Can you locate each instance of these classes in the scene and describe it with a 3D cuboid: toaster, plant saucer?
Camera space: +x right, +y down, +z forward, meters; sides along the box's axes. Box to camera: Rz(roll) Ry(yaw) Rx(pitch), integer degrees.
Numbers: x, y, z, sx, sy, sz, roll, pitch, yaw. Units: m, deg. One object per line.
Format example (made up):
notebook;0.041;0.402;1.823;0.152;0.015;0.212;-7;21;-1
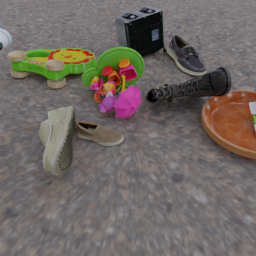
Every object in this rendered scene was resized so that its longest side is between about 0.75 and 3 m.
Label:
toaster;0.556;-3.932;11.762;1.785;1.974;1.171;-25;44;-15
plant saucer;3.691;-0.131;8.352;2.968;0.479;2.968;0;40;0

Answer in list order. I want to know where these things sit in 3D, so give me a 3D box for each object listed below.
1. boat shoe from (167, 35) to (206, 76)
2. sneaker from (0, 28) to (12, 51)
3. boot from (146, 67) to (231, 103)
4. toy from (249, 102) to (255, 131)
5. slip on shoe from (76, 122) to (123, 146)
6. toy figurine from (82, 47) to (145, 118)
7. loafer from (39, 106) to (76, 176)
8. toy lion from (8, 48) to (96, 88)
boat shoe;2.346;-2.961;11.309;0.867;0.782;2.412;-11;45;-18
sneaker;-3.616;-2.215;6.574;1.629;0.595;0.577;11;36;2
boot;1.760;-1.170;8.686;2.089;0.831;2.400;-11;-1;-16
toy;4.681;-0.313;8.054;2.077;0.490;1.196;-7;59;13
slip on shoe;-0.831;0.121;8.081;1.429;0.433;0.543;14;43;16
toy figurine;-0.436;-1.192;9.027;2.267;1.702;2.086;-18;49;12
loafer;-1.953;0.302;7.548;0.889;0.985;2.603;-3;32;-1
toy lion;-2.780;-2.627;11.019;2.761;0.948;2.646;16;37;18
